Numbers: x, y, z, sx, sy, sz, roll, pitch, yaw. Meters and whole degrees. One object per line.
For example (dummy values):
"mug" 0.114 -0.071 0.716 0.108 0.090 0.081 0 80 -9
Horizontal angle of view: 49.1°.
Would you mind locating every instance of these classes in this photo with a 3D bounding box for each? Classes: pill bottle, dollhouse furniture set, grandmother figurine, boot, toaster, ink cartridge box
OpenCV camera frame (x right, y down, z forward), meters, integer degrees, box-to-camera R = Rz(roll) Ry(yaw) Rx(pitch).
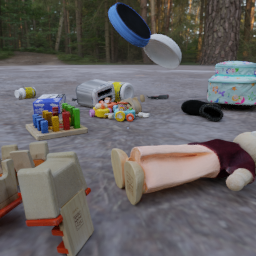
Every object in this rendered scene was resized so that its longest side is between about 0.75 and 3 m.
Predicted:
"pill bottle" -4.638 -1.578 12.669 0.487 0.487 0.875 11 19 35
"dollhouse furniture set" -1.437 0.895 3.274 1.892 0.985 1.913 -7 12 21
"pill bottle" -0.547 -1.521 11.778 1.476 0.830 0.830 11 19 36
"grandmother figurine" 1.264 0.501 4.464 2.822 0.855 1.711 -9 26 -21
"boot" 2.325 -0.567 8.892 1.344 0.506 1.005 5 16 16
"toaster" -1.253 -1.311 10.813 1.043 0.917 1.615 15 28 37
"ink cartridge box" -2.836 -0.912 10.316 0.908 0.427 1.931 -3 15 -6

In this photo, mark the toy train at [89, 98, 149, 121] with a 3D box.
"toy train" -0.375 -0.695 9.256 2.053 0.571 1.542 11 19 38

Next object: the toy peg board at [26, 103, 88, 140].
"toy peg board" -1.926 -0.233 7.419 1.304 0.641 1.310 -9 17 -30

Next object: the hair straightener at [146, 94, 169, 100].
"hair straightener" 1.294 -1.392 12.503 1.024 0.210 0.394 4 16 14

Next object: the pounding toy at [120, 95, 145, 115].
"pounding toy" 0.257 -0.725 9.472 0.623 0.621 1.086 -11 0 -36

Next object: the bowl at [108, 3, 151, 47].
"bowl" 0.078 -2.552 6.898 0.244 1.243 1.243 -38 -10 36

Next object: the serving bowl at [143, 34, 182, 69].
"serving bowl" 1.143 -2.479 8.847 1.347 0.443 1.347 33 -13 8

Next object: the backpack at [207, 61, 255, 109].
"backpack" 4.091 -1.617 10.643 2.121 1.799 2.389 7 21 24
